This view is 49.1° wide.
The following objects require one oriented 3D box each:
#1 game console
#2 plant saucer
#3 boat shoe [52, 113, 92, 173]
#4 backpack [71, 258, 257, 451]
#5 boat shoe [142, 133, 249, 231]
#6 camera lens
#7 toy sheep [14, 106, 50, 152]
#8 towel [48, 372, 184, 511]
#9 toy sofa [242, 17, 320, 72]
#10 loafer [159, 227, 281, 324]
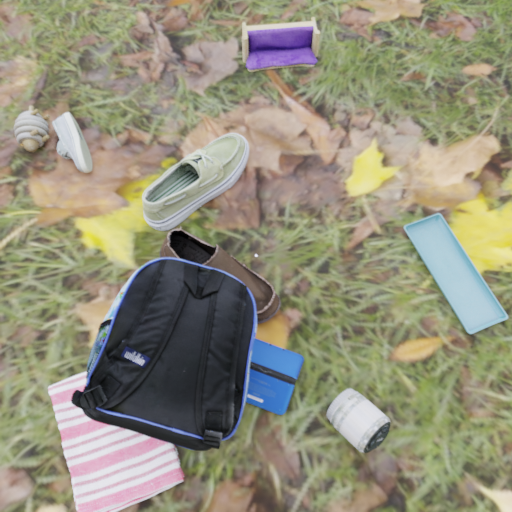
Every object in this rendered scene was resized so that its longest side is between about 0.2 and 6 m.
[{"bbox_3d":[0.161,2.209,10.401,1.190,0.704,1.016,19,95,10],"label":"game console"},{"bbox_3d":[3.959,0.333,11.310,0.901,0.245,2.579,-20,65,-10],"label":"plant saucer"},{"bbox_3d":[-4.173,-2.466,12.602,0.601,0.589,1.688,-26,66,1],"label":"boat shoe"},{"bbox_3d":[-1.421,1.605,9.431,2.570,2.064,2.808,20,63,-12],"label":"backpack"},{"bbox_3d":[-1.217,-1.713,11.973,1.064,0.917,2.955,36,68,17],"label":"boat shoe"},{"bbox_3d":[1.740,2.791,9.452,0.729,0.729,0.912,-39,54,-18],"label":"camera lens"},{"bbox_3d":[-5.063,-2.879,12.661,0.815,0.815,1.183,-3,67,-2],"label":"toy sheep"},{"bbox_3d":[-2.493,3.071,9.807,1.836,0.375,2.509,-20,64,-11],"label":"towel"},{"bbox_3d":[0.600,-5.239,13.879,1.908,0.790,0.931,-5,62,-3],"label":"toy sofa"},{"bbox_3d":[-0.793,0.375,10.855,2.761,0.980,1.008,28,66,14],"label":"loafer"}]
